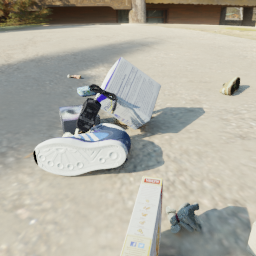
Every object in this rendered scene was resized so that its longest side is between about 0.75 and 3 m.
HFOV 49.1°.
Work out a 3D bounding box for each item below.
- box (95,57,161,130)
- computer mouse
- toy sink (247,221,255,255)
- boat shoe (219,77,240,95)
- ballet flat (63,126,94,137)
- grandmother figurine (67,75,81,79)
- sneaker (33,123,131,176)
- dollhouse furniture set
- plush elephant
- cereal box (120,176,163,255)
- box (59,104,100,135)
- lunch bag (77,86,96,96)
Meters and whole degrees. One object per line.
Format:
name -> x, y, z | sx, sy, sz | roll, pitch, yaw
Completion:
box -> 0.017, -1.306, 10.794 | 2.036, 1.068, 1.872 | 33, 54, -17
computer mouse -> -1.055, -0.591, 9.573 | 1.158, 1.649, 0.380 | 18, 5, -21
toy sink -> 3.196, 2.426, 5.687 | 0.680, 0.791, 1.214 | -18, 31, -33
boat shoe -> 5.638, -2.383, 15.554 | 0.771, 0.725, 2.025 | 5, 24, 37
ballet flat -> -1.890, 0.388, 9.875 | 0.686, 0.677, 2.015 | 23, 36, 35
grandmother figurine -> -3.449, -3.271, 17.806 | 0.859, 0.260, 0.521 | 3, -1, 12
sneaker -> -1.353, 0.575, 9.227 | 2.918, 1.176, 2.137 | -3, 17, 3
dollhouse furniture set -> -0.063, -1.016, 11.367 | 1.558, 1.638, 1.335 | -20, 18, -31
plush elephant -> 1.249, 2.119, 6.590 | 0.648, 0.689, 0.837 | -24, -30, 39
cereal box -> 0.243, 2.276, 4.863 | 0.493, 1.793, 2.492 | 6, 28, 12
box -> -1.914, -0.299, 11.099 | 1.414, 0.871, 1.403 | -9, 29, -17
lunch bag -> -2.223, -1.995, 15.046 | 0.927, 0.382, 0.745 | -14, 31, -25
